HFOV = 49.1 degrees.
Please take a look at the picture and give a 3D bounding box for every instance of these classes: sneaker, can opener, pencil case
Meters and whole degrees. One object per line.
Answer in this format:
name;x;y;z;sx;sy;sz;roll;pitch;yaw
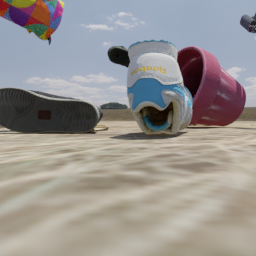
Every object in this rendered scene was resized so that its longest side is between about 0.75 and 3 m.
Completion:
sneaker;-1.625;-0.298;5.734;2.210;0.827;1.174;10;4;1
can opener;4.271;-3.521;9.114;0.658;0.825;2.468;10;31;2
sneaker;0.573;-0.356;4.986;1.037;1.094;2.710;-2;-19;20
pencil case;-2.738;-2.961;6.319;2.629;1.162;1.162;25;-14;-38
sneaker;0.166;-2.586;10.615;2.049;0.783;1.174;15;21;-18

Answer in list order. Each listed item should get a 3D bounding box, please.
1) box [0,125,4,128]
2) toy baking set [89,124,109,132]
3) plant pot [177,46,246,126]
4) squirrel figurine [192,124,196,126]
box;-4.756;-0.390;7.817;2.426;0.829;0.997;-1;2;-45
toy baking set;-1.305;-0.032;6.511;1.643;0.191;1.261;1;2;17
plant pot;2.568;-1.154;9.586;2.348;2.623;2.623;16;-5;-25
squirrel figurine;3.322;-0.529;12.421;1.586;1.202;1.699;10;16;1
